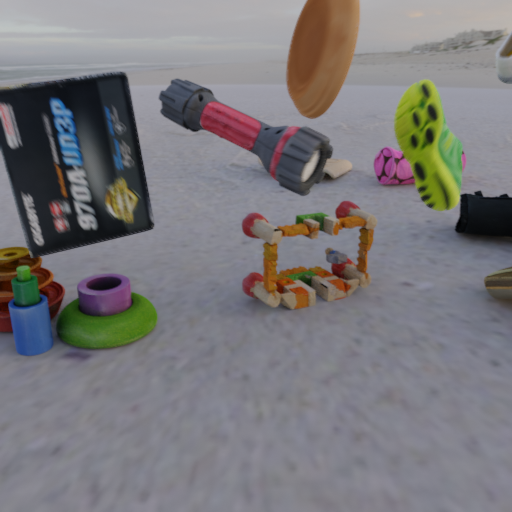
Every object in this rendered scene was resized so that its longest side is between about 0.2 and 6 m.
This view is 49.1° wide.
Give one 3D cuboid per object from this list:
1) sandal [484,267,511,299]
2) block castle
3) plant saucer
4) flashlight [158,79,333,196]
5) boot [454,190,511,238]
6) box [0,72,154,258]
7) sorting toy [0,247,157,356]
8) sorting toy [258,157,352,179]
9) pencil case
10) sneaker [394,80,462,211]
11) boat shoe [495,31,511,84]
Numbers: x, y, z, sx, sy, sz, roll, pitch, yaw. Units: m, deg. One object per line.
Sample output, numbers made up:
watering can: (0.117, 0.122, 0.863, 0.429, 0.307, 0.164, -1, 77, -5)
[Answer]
sandal: (4.515, 0.660, 7.084, 1.337, 0.899, 3.328, -10, 8, -36)
block castle: (0.741, -0.053, 8.158, 1.933, 1.291, 0.907, -10, 22, -26)
plant saucer: (0.668, -2.289, 6.180, 0.281, 1.499, 1.499, 8, 18, -17)
flashlight: (-0.221, -1.668, 7.477, 2.467, 0.835, 0.838, 30, 60, 20)
boot: (4.735, -0.599, 10.028, 2.125, 0.960, 2.593, 9, 16, 16)
box: (-2.251, -1.153, 6.986, 1.615, 2.032, 0.468, -15, 24, -22)
sorting toy: (-2.590, 0.440, 7.194, 2.558, 1.050, 1.537, 4, 21, 10)
sorting toy: (1.207, -2.393, 15.360, 2.230, 0.444, 3.017, 14, 21, 20)
pencil case: (4.233, -2.456, 14.687, 2.355, 1.103, 1.069, -6, -22, -22)
sneaker: (2.529, -1.604, 8.123, 0.713, 1.924, 0.804, -2, 30, 36)
boat shoe: (3.963, -3.234, 7.870, 0.578, 1.657, 0.587, 40, 3, -47)
